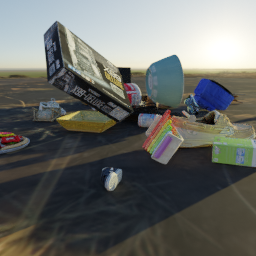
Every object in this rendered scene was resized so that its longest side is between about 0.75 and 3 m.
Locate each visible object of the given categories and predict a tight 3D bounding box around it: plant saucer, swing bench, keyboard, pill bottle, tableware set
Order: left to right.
[{"bbox_3d":[-3.288,-0.580,11.405,0.862,0.562,0.866,2,8,12],"label":"swing bench"},{"bbox_3d":[-1.316,-0.227,10.046,1.839,0.446,1.839,5,14,17],"label":"plant saucer"},{"bbox_3d":[-0.620,-1.449,13.467,2.312,1.298,1.298,-9,16,-33],"label":"pill bottle"},{"bbox_3d":[0.805,-0.634,10.757,2.579,0.511,1.342,3,-11,17],"label":"keyboard"},{"bbox_3d":[0.844,-0.254,10.053,0.890,0.484,0.484,5,14,18],"label":"pill bottle"},{"bbox_3d":[5.285,-1.631,16.082,2.725,0.546,1.801,-1,0,-32],"label":"tableware set"}]

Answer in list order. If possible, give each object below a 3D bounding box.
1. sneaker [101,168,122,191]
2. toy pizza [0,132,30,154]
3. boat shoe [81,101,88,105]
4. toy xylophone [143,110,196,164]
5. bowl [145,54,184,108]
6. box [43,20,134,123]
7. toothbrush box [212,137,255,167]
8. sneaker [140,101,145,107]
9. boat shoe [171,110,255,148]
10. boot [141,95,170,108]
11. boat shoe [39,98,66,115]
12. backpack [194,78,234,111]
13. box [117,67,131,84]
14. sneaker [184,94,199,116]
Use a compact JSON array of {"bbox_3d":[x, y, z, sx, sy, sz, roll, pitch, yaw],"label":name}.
[{"bbox_3d":[-0.362,0.940,5.197,0.336,0.332,0.846,8,3,11],"label":"sneaker"},{"bbox_3d":[-3.664,0.366,7.793,1.754,0.278,1.754,0,13,0],"label":"toy pizza"},{"bbox_3d":[-1.342,-1.743,15.418,2.941,1.088,0.976,-6,-22,38],"label":"boat shoe"},{"bbox_3d":[0.957,0.109,6.901,0.485,1.414,1.931,32,5,-9],"label":"toy xylophone"},{"bbox_3d":[1.221,-1.644,10.059,0.995,1.903,1.903,-5,14,-9],"label":"bowl"},{"bbox_3d":[-0.929,-1.284,6.689,2.201,0.548,1.736,30,33,-43],"label":"box"},{"bbox_3d":[2.566,0.541,6.602,1.085,0.467,0.790,3,13,18],"label":"toothbrush box"},{"bbox_3d":[0.732,-1.339,14.921,0.422,0.455,1.123,1,14,-1],"label":"sneaker"},{"bbox_3d":[2.446,-0.026,7.993,2.748,0.950,1.013,-4,13,-17],"label":"boat shoe"},{"bbox_3d":[1.657,-1.285,14.197,1.603,0.770,2.193,6,20,-17],"label":"boot"},{"bbox_3d":[-3.458,-0.988,12.743,1.684,0.718,0.622,11,17,41],"label":"boat shoe"},{"bbox_3d":[4.125,-1.499,13.597,1.650,1.385,1.341,27,16,-11],"label":"backpack"},{"bbox_3d":[-0.681,-2.656,17.011,1.159,2.075,2.940,-3,13,-14],"label":"box"},{"bbox_3d":[2.413,-0.828,10.300,0.483,0.425,1.083,44,-3,38],"label":"sneaker"}]
